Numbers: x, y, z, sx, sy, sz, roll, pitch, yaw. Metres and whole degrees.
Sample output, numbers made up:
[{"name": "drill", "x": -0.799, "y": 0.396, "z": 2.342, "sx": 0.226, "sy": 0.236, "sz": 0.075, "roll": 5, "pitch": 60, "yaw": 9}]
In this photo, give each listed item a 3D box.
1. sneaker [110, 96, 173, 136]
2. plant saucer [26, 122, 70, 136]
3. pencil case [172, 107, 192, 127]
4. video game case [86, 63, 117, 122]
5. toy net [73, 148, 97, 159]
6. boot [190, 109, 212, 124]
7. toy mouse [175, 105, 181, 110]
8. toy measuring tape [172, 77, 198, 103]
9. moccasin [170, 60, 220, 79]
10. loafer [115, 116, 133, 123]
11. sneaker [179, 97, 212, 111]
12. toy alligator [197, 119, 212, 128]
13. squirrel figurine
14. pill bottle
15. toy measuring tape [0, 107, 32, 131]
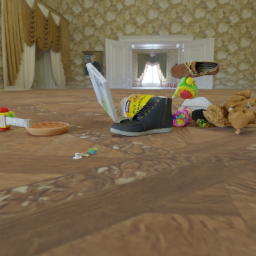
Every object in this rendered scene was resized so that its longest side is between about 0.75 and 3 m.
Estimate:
[{"name": "sneaker", "x": 0.532, "y": -0.498, "z": 10.620, "sx": 2.618, "sy": 1.390, "sz": 0.979, "roll": -6, "pitch": 12, "yaw": -28}, {"name": "plant saucer", "x": -3.084, "y": 0.023, "z": 10.830, "sx": 1.626, "sy": 0.304, "sz": 1.626, "roll": 1, "pitch": 10, "yaw": 0}, {"name": "pencil case", "x": 2.480, "y": -0.529, "z": 12.670, "sx": 0.757, "sy": 0.757, "sz": 1.713, "roll": 4, "pitch": 12, "yaw": 21}, {"name": "video game case", "x": -1.166, "y": -1.635, "z": 12.822, "sx": 0.253, "sy": 2.213, "sz": 2.014, "roll": -26, "pitch": 43, "yaw": -13}, {"name": "toy net", "x": -1.219, "y": 0.685, "z": 7.697, "sx": 0.401, "sy": 0.147, "sz": 0.764, "roll": 10, "pitch": 14, "yaw": 41}, {"name": "boot", "x": 3.228, "y": -0.485, "z": 12.878, "sx": 1.839, "sy": 0.712, "sz": 1.272, "roll": 9, "pitch": -1, "yaw": -34}, {"name": "toy mouse", "x": 3.816, "y": -1.113, "z": 16.779, "sx": 1.597, "sy": 0.348, "sz": 1.797, "roll": -1, "pitch": 11, "yaw": -5}, {"name": "toy measuring tape", "x": 2.314, "y": -1.381, "z": 11.551, "sx": 0.815, "sy": 0.815, "sz": 2.215, "roll": -2, "pitch": -22, "yaw": -10}, {"name": "moccasin", "x": 3.237, "y": -2.868, "z": 13.656, "sx": 2.349, "sy": 0.859, "sz": 0.907, "roll": 3, "pitch": -13, "yaw": 14}, {"name": "loafer", "x": 0.158, "y": -0.200, "z": 11.572, "sx": 1.365, "sy": 0.519, "sz": 0.460, "roll": 0, "pitch": 22, "yaw": -10}, {"name": "sneaker", "x": 3.769, "y": -1.091, "z": 14.182, "sx": 1.010, "sy": 0.979, "sz": 2.765, "roll": 28, "pitch": -10, "yaw": -39}, {"name": "toy alligator", "x": 3.285, "y": -0.162, "z": 11.964, "sx": 1.199, "sy": 0.288, "sz": 0.398, "roll": 2, "pitch": 31, "yaw": -49}, {"name": "squirrel figurine", "x": 4.191, "y": -0.447, "z": 11.253, "sx": 2.155, "sy": 1.525, "sz": 2.011, "roll": -11, "pitch": 15, "yaw": 26}, {"name": "pill bottle", "x": 0.718, "y": -0.844, "z": 12.658, "sx": 1.317, "sy": 1.317, "sz": 2.410, "roll": -9, "pitch": 14, "yaw": -41}, {"name": "toy measuring tape", "x": -4.600, "y": -0.338, "z": 11.090, "sx": 2.740, "sy": 1.008, "sz": 1.008, "roll": 5, "pitch": 12, "yaw": 26}]
